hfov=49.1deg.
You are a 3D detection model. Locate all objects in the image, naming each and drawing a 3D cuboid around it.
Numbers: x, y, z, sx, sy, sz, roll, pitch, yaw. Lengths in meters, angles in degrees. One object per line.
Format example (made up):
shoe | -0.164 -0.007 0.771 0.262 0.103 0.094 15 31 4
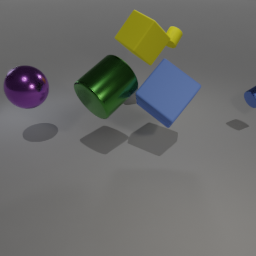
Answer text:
ball | -3.288 -1.322 9.107 1.400 1.400 1.400 0 28 0
cylinder | 4.776 -1.196 10.287 0.700 0.700 0.700 -30 34 -7
cube | 0.606 -3.726 11.624 1.400 1.400 1.400 24 17 -51
cube | 1.212 -1.032 8.822 1.400 1.400 1.400 39 -4 7
cylinder | -0.650 -1.224 8.397 1.400 1.400 1.400 27 63 40
cylinder | 2.036 -4.142 12.817 0.700 0.700 0.700 29 -6 3
